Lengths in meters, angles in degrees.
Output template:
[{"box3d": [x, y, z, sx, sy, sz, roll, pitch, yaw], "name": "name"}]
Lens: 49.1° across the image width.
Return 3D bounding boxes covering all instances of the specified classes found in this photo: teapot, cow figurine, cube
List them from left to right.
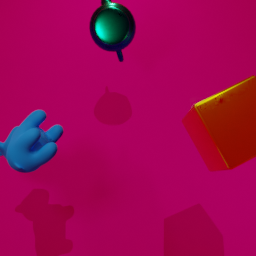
[{"box3d": [-2.115, 0.421, 5.673, 1.674, 0.934, 1.702, -39, 25, 14], "name": "cow figurine"}, {"box3d": [-0.396, -2.632, 7.233, 1.185, 0.934, 1.907, -14, 102, 5], "name": "teapot"}, {"box3d": [1.754, -0.013, 4.789, 1.127, 1.127, 1.127, -27, 80, -4], "name": "cube"}]
